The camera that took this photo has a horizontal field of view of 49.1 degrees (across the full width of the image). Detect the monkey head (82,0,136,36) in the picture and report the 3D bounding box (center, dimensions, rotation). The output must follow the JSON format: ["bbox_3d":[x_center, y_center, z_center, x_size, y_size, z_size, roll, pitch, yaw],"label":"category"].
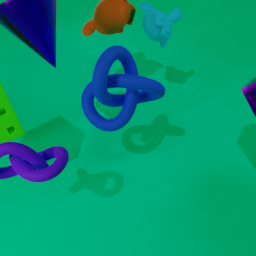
[{"bbox_3d":[-0.532,-3.451,8.204,1.155,1.916,1.379,-9,70,-59],"label":"monkey head"}]

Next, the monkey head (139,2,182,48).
[{"bbox_3d":[0.947,-2.977,7.893,1.028,1.429,0.861,-41,29,-10],"label":"monkey head"}]

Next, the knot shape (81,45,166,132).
[{"bbox_3d":[-0.264,-0.711,6.136,1.765,1.887,0.872,-43,42,20],"label":"knot shape"}]

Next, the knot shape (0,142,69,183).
[{"bbox_3d":[-1.928,0.629,5.164,1.364,1.457,0.673,9,80,-39],"label":"knot shape"}]

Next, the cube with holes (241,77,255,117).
[{"bbox_3d":[3.083,-0.600,5.375,1.144,1.144,1.144,-30,93,-53],"label":"cube with holes"}]

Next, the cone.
[{"bbox_3d":[-1.745,-1.826,5.551,1.365,1.370,1.365,-20,21,8],"label":"cone"}]

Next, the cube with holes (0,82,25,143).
[{"bbox_3d":[-3.271,-0.316,6.099,1.311,1.311,1.311,-28,29,-23],"label":"cube with holes"}]
